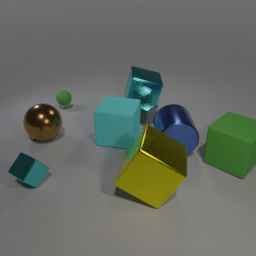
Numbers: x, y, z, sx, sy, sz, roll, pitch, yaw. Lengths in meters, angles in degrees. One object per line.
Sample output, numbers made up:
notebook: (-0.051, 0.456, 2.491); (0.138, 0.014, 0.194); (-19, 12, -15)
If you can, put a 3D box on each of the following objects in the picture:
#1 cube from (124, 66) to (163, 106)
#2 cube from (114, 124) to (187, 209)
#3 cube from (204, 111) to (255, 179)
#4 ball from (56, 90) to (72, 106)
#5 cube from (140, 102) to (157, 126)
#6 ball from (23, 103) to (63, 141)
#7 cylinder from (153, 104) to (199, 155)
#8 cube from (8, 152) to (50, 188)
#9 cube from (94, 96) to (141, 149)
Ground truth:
cube: (0.664, -1.777, 12.729); (1.400, 1.400, 1.400); (12, 33, -9)
cube: (0.663, 1.023, 7.690); (1.400, 1.400, 1.400); (30, 30, -5)
cube: (3.469, 0.500, 9.050); (1.400, 1.400, 1.400); (24, 39, 36)
ball: (-2.927, -1.373, 12.809); (0.700, 0.700, 0.700); (0, 29, 0)
cube: (0.712, -0.601, 11.767); (0.700, 0.700, 0.700); (22, 35, 34)
ball: (-3.159, -0.217, 10.439); (1.400, 1.400, 1.400); (0, 29, 0)
cylinder: (1.630, 0.080, 9.764); (1.400, 1.400, 1.400); (-1, 31, -1)
cube: (-2.905, 1.230, 8.236); (0.700, 0.700, 0.700); (21, 73, 28)
cube: (-0.357, -0.218, 10.383); (1.400, 1.400, 1.400); (6, 30, 11)
